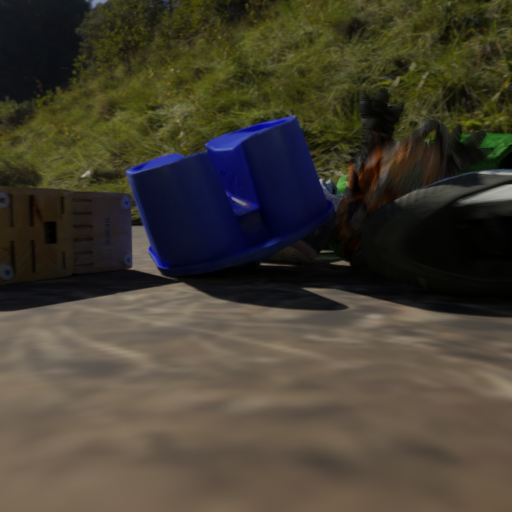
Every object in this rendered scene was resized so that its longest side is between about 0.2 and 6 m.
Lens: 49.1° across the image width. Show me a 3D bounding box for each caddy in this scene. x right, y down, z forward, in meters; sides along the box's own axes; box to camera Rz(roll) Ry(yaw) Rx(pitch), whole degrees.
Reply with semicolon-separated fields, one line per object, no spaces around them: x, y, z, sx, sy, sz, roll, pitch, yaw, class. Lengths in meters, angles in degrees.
-0.369;-0.637;7.192;2.258;1.676;3.193;-21;15;-12;caddy

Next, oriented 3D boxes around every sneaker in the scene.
0.715;-0.583;8.393;0.695;1.263;1.725;42;-9;-25;sneaker
2.264;-0.171;4.053;3.203;1.064;1.449;1;2;24;sneaker

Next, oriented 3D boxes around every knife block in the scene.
-3.064;-0.305;7.070;2.715;0.989;3.093;1;5;27;knife block

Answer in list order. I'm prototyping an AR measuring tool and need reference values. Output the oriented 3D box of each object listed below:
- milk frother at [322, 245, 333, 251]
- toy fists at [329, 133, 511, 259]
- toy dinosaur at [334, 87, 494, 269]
1.802;-0.981;10.600;1.762;1.873;1.691;-4;7;-40;milk frother
2.793;-1.027;9.232;3.983;1.370;2.030;-28;29;-26;toy fists
1.461;-0.686;6.579;1.593;2.117;3.119;33;-21;-14;toy dinosaur
